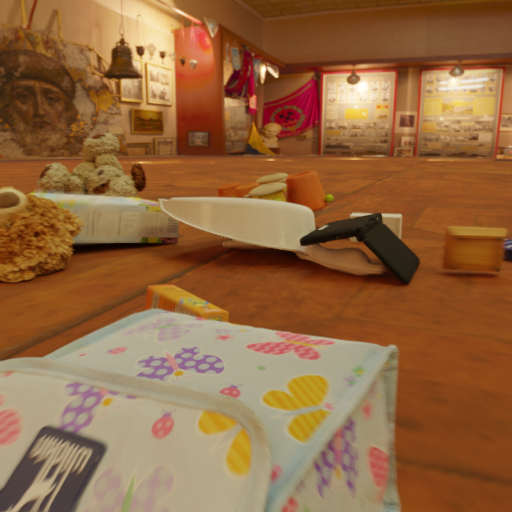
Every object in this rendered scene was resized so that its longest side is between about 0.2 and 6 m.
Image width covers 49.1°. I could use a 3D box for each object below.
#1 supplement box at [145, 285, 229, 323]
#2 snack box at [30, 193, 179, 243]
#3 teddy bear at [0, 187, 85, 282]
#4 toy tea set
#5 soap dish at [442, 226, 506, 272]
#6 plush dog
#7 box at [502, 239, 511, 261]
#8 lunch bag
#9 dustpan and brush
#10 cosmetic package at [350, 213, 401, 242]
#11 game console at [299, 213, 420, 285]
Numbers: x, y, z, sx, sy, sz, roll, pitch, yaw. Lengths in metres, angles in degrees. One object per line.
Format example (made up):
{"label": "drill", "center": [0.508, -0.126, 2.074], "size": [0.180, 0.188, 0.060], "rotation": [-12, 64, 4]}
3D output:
{"label": "supplement box", "center": [-0.728, 0.590, 5.714], "size": [0.359, 0.371, 1.078], "rotation": [1, 13, -40]}
{"label": "snack box", "center": [-2.821, -0.706, 10.335], "size": [2.229, 0.754, 1.880], "rotation": [-2, 11, -36]}
{"label": "teddy bear", "center": [-4.517, -0.463, 8.663], "size": [3.660, 1.222, 2.654], "rotation": [11, 19, 41]}
{"label": "toy tea set", "center": [0.300, -1.155, 12.503], "size": [1.788, 1.113, 3.008], "rotation": [-20, 15, -23]}
{"label": "soap dish", "center": [3.107, -0.077, 7.952], "size": [0.817, 0.643, 0.332], "rotation": [3, 16, 6]}
{"label": "plush dog", "center": [-3.931, -1.713, 14.224], "size": [2.048, 1.913, 2.385], "rotation": [27, 57, 35]}
{"label": "box", "center": [4.364, -0.053, 9.102], "size": [0.832, 0.223, 1.373], "rotation": [-8, 16, -33]}
{"label": "lunch bag", "center": [-0.401, 0.966, 2.337], "size": [1.575, 1.181, 1.857], "rotation": [6, 18, 33]}
{"label": "dustpan and brush", "center": [0.445, -0.307, 8.964], "size": [3.692, 1.057, 2.577], "rotation": [3, -2, 42]}
{"label": "cosmetic package", "center": [2.243, -0.519, 10.500], "size": [0.931, 0.525, 0.378], "rotation": [2, 13, 17]}
{"label": "game console", "center": [1.581, -0.075, 8.358], "size": [1.405, 0.930, 1.597], "rotation": [-11, 6, 24]}
